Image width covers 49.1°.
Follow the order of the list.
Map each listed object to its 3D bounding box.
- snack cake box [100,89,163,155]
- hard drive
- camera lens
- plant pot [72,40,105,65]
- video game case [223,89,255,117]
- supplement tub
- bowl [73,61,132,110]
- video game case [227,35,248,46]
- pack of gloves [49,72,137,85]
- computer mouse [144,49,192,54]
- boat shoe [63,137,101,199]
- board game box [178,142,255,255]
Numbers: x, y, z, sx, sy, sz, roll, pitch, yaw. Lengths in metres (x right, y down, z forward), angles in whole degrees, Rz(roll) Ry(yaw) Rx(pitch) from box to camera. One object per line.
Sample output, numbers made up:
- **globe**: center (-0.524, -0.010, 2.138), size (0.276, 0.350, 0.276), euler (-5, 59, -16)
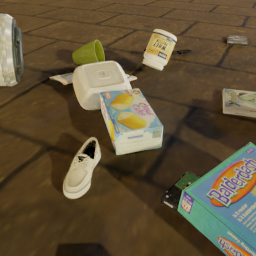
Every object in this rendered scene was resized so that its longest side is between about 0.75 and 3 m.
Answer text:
- **snack cake box**: center (0.026, -0.264, 7.699), size (1.220, 0.713, 2.121), euler (-10, 36, -12)
- **hard drive**: center (1.261, 1.370, 5.795), size (0.734, 0.199, 1.051), euler (27, 44, 32)
- **camera lens**: center (-5.135, -2.603, 9.343), size (2.991, 2.393, 2.393), euler (-3, 34, -16)
- **plant pot**: center (-1.667, -2.979, 11.516), size (1.108, 1.037, 1.037), euler (-7, 32, 17)
- **video game case**: center (3.741, -0.813, 8.974), size (1.335, 0.161, 1.465), euler (9, 36, 12)
- **supplement tub**: center (1.146, -2.874, 10.370), size (0.931, 1.290, 0.931), euler (22, 9, -4)
- **bowl**: center (-0.829, -1.504, 9.137), size (1.831, 0.685, 1.834), euler (-12, 55, -16)
- **video game case**: center (5.549, -4.467, 14.278), size (0.962, 0.128, 1.347), euler (9, 35, 13)
- **pack of gloves**: center (-1.205, -1.614, 10.061), size (2.019, 0.474, 2.404), euler (22, 32, 33)
- **computer mouse**: center (1.810, -3.327, 12.516), size (2.311, 0.393, 0.677), euler (-2, 22, -12)
- **boat shoe**: center (-0.999, 0.826, 6.282), size (0.591, 0.540, 1.643), euler (10, 36, 14)
- **board game box**: center (2.712, 1.658, 4.821), size (2.246, 0.664, 2.953), euler (-25, 47, -31)
